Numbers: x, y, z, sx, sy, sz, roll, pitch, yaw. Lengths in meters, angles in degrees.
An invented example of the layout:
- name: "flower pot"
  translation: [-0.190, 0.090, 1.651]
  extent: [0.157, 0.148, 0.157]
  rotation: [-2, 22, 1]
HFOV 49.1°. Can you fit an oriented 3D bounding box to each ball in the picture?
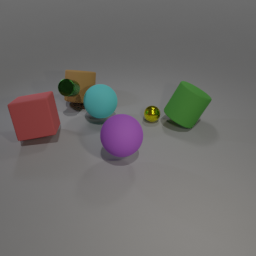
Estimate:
- name: "ball"
  translation: [-0.203, 0.245, 9.108]
  extent: [1.400, 1.400, 1.400]
  rotation: [0, 31, 0]
- name: "ball"
  translation: [-1.133, -1.098, 11.550]
  extent: [1.400, 1.400, 1.400]
  rotation: [0, 31, 0]
- name: "ball"
  translation: [1.020, -0.603, 11.838]
  extent: [0.700, 0.700, 0.700]
  rotation: [0, 31, 0]

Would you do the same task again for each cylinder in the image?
- name: "cylinder"
  translation: [-2.407, -1.639, 11.470]
  extent: [0.700, 0.700, 0.700]
  rotation: [6, 6, 10]
- name: "cylinder"
  translation: [-2.225, -1.940, 13.006]
  extent: [1.400, 1.400, 1.400]
  rotation: [5, 12, -1]
- name: "cylinder"
  translation: [2.375, -0.940, 11.244]
  extent: [1.400, 1.400, 1.400]
  rotation: [25, 23, -12]

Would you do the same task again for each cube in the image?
- name: "cube"
  translation: [-3.467, -0.485, 10.559]
  extent: [1.400, 1.400, 1.400]
  rotation: [-10, 18, -3]
